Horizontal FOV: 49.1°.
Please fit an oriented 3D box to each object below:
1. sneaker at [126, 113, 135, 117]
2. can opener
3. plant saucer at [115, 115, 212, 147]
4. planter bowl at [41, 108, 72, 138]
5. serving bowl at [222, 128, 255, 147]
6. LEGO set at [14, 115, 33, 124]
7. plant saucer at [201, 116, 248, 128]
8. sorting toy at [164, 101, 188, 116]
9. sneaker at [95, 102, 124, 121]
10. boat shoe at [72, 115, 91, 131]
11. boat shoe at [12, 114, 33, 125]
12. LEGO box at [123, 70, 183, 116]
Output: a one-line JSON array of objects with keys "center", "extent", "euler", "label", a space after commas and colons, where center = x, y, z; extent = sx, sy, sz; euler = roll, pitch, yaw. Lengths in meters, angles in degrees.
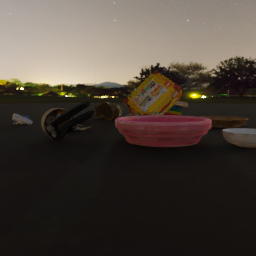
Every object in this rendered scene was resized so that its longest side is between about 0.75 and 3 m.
[{"center": [0.516, -0.335, 12.430], "extent": [1.399, 0.543, 0.784], "euler": [9, 0, -14], "label": "sneaker"}, {"center": [-1.640, -0.229, 7.818], "extent": [1.970, 0.625, 0.775], "euler": [-32, 7, 41], "label": "can opener"}, {"center": [0.976, 0.049, 7.985], "extent": [2.698, 0.684, 2.698], "euler": [0, 6, 0], "label": "plant saucer"}, {"center": [-2.254, -0.185, 8.572], "extent": [0.938, 0.938, 0.631], "euler": [-5, 15, -39], "label": "planter bowl"}, {"center": [3.101, 0.265, 7.322], "extent": [1.220, 0.401, 1.220], "euler": [1, 7, 0], "label": "serving bowl"}, {"center": [-4.867, -0.390, 13.180], "extent": [0.392, 0.364, 0.956], "euler": [3, 9, 28], "label": "LEGO set"}, {"center": [4.028, -0.259, 11.986], "extent": [2.059, 0.365, 2.059], "euler": [0, 7, 0], "label": "plant saucer"}, {"center": [1.311, -0.841, 13.474], "extent": [2.254, 0.784, 2.240], "euler": [8, -7, -20], "label": "sorting toy"}, {"center": [-0.797, -0.988, 15.436], "extent": [1.313, 0.980, 2.924], "euler": [-8, 6, -24], "label": "sneaker"}, {"center": [-1.970, -0.198, 10.527], "extent": [0.589, 0.579, 1.580], "euler": [4, 8, 32], "label": "boat shoe"}, {"center": [-4.807, -0.325, 12.698], "extent": [1.030, 0.338, 0.371], "euler": [23, 8, 8], "label": "boat shoe"}, {"center": [1.024, -1.206, 11.420], "extent": [1.436, 1.928, 0.744], "euler": [43, -7, 33], "label": "LEGO box"}]
